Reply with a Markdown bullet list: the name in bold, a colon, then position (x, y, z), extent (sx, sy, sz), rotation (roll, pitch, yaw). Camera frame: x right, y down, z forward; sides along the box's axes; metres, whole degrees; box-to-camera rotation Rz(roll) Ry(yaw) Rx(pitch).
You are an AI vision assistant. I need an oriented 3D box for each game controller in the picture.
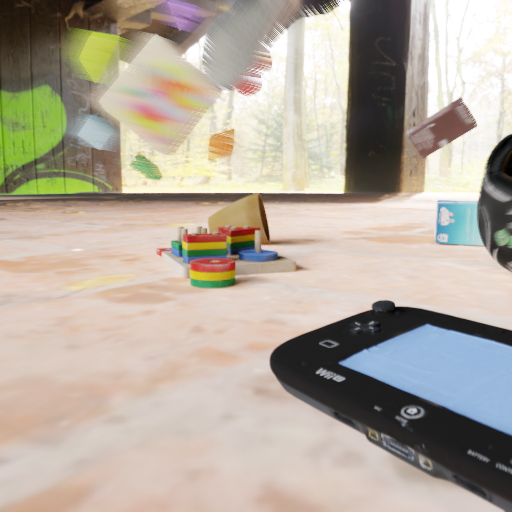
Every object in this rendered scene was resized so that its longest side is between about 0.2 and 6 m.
- **game controller**: position (1.290, 0.779, 3.170), extent (1.439, 0.581, 2.759), rotation (-5, 9, -33)

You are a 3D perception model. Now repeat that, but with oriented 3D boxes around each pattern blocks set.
- **pattern blocks set**: position (-1.313, -2.192, 7.852), extent (2.445, 2.781, 0.225), rotation (27, 43, -12)

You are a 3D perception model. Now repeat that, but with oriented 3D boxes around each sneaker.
- **sneaker**: position (0.322, -2.834, 6.595), extent (1.509, 0.794, 2.089), rotation (-35, -3, -40)

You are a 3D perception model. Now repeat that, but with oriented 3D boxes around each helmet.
- **helmet**: position (4.164, -0.628, 7.914), extent (2.080, 1.983, 2.080), rotation (-19, 41, 17)

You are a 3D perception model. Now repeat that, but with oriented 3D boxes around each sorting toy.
- **sorting toy**: position (-0.551, -0.152, 9.390), extent (1.824, 0.640, 3.783), rotation (-3, 8, -19)

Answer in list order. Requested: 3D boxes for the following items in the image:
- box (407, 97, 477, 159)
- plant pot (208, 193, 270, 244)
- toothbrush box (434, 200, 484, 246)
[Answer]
- **box**: position (3.833, -2.626, 11.580), extent (1.255, 0.629, 0.470), rotation (-32, 18, 28)
- **plant pot**: position (-0.402, -0.708, 12.184), extent (1.203, 1.121, 1.121), rotation (-11, 7, 9)
- **toothbrush box**: position (5.085, -0.742, 12.382), extent (2.166, 0.924, 1.586), rotation (2, 9, 16)
